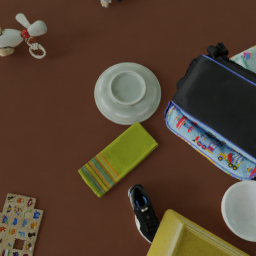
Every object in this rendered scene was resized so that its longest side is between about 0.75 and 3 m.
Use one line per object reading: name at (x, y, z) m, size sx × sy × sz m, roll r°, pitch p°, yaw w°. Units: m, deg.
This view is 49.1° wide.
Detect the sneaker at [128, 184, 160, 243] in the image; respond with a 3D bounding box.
sneaker at (0.488, 2.518, 8.072) m, size 0.672 × 1.029 × 1.839 m, roll -24°, pitch 76°, yaw -6°

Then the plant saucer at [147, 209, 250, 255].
plant saucer at (1.881, 3.945, 7.266) m, size 2.912 × 0.706 × 2.912 m, roll 30°, pitch 55°, yaw 4°

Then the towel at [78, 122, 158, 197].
towel at (-0.291, 0.958, 8.852) m, size 2.509 × 0.227 × 1.080 m, roll -41°, pitch 86°, yaw -10°

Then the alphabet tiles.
alphabet tiles at (-3.451, 2.972, 8.456) m, size 1.535 × 0.069 × 1.836 m, roll 10°, pitch 75°, yaw 3°

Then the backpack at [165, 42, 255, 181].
backpack at (2.419, -0.332, 6.337) m, size 2.629 × 2.880 × 1.937 m, roll 37°, pitch 106°, yaw 14°

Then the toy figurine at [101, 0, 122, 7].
toy figurine at (-0.719, -5.110, 10.295) m, size 1.022 × 0.722 × 1.038 m, roll -24°, pitch 77°, yaw -6°

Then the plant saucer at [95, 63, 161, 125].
plant saucer at (-0.009, -1.253, 9.336) m, size 2.266 × 0.569 × 2.266 m, roll 0°, pitch 75°, yaw 0°

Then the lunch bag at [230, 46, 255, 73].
lunch bag at (4.524, -1.425, 8.888) m, size 2.195 × 1.572 × 2.577 m, roll -26°, pitch 94°, yaw -11°

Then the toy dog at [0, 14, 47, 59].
toy dog at (-3.755, -3.219, 9.699) m, size 2.024 × 1.335 × 0.975 m, roll 1°, pitch 36°, yaw -4°

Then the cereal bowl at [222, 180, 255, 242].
cereal bowl at (3.559, 2.417, 8.272) m, size 1.685 × 0.702 × 1.685 m, roll 0°, pitch 75°, yaw 0°
